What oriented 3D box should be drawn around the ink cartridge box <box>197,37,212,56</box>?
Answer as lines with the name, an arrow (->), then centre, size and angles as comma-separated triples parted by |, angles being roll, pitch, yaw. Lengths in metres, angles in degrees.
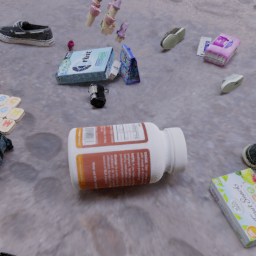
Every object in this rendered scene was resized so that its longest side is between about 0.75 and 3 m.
ink cartridge box -> 3.415, -3.625, 12.593 | 0.467, 0.183, 0.986 | 14, 75, 13

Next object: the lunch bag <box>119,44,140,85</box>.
lunch bag -> 0.064, -2.532, 10.886 | 0.627, 1.332, 1.003 | -14, 48, -13

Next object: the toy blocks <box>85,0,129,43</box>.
toy blocks -> -0.350, -2.855, 6.954 | 1.161, 0.977, 1.085 | 23, 27, -19

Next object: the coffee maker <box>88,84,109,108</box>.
coffee maker -> -1.021, -1.164, 10.124 | 0.772, 0.541, 0.803 | -8, 47, -8

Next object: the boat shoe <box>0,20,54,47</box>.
boat shoe -> -4.881, -4.547, 13.071 | 2.909, 0.986, 1.043 | 13, 47, 13

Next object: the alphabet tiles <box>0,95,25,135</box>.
alphabet tiles -> -4.865, -0.430, 9.667 | 2.355, 0.172, 2.303 | 11, 47, 11

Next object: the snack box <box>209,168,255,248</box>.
snack box -> 3.060, 1.966, 7.146 | 1.246, 0.464, 1.752 | -14, 48, -13

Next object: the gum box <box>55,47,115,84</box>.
gum box -> -1.684, -2.507, 11.211 | 2.037, 0.454, 1.731 | -3, 45, 13

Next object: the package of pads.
package of pads -> 4.094, -3.406, 12.199 | 1.033, 0.649, 1.715 | 29, 53, 20

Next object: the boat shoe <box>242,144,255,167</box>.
boat shoe -> 4.705, 0.483, 8.119 | 2.619, 0.868, 0.979 | -8, 70, -7

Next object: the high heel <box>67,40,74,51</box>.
high heel -> -2.635, -3.939, 12.886 | 0.291, 0.415, 0.863 | -6, 46, -6

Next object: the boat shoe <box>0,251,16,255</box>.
boat shoe -> -2.856, 2.949, 6.278 | 1.057, 0.350, 0.370 | 10, 47, 10

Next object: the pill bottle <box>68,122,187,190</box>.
pill bottle -> -0.023, 0.715, 7.534 | 2.950, 1.655, 1.655 | -4, 46, -4

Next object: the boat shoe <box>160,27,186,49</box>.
boat shoe -> 1.982, -4.164, 12.979 | 0.557, 0.660, 1.851 | 24, 46, 31

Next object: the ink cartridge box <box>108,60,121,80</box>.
ink cartridge box -> -0.586, -2.225, 11.086 | 0.269, 0.457, 0.793 | 27, 66, -17

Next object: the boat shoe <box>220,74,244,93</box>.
boat shoe -> 3.897, -1.746, 10.783 | 1.353, 0.472, 0.482 | -27, 45, -31

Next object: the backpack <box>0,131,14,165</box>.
backpack -> -4.437, 0.347, 7.639 | 1.812, 1.980, 1.455 | 3, 50, 2
